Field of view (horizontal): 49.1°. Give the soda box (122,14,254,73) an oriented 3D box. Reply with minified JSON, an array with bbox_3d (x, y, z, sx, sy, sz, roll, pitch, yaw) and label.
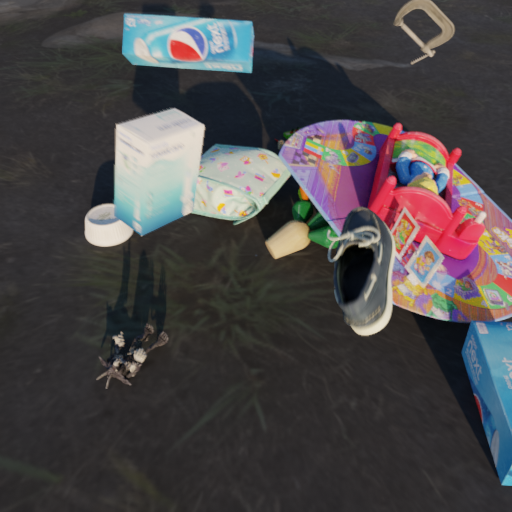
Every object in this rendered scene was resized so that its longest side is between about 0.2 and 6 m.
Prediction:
[{"bbox_3d":[-1.401,-4.462,11.800,2.649,0.850,0.898,4,5,2],"label":"soda box"}]

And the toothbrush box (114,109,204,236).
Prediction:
[{"bbox_3d":[-1.770,-1.521,10.117,0.807,1.893,1.386,34,43,24],"label":"toothbrush box"}]

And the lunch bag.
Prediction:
[{"bbox_3d":[-0.426,-1.639,12.749,2.077,1.266,1.769,14,40,24],"label":"lunch bag"}]

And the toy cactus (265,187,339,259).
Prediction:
[{"bbox_3d":[1.271,-0.627,11.782,2.255,1.397,2.732,-30,48,-5],"label":"toy cactus"}]

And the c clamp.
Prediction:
[{"bbox_3d":[3.030,-4.162,10.397,1.113,1.303,0.176,-13,54,45],"label":"c clamp"}]

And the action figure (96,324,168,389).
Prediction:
[{"bbox_3d":[-2.097,1.610,9.296,0.746,0.641,1.255,32,46,18],"label":"action figure"}]

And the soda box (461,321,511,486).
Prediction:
[{"bbox_3d":[3.846,2.140,8.468,0.789,0.834,2.458,2,40,3],"label":"soda box"}]

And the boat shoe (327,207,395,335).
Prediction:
[{"bbox_3d":[1.076,0.026,5.913,0.633,0.523,1.691,-17,42,31],"label":"boat shoe"}]

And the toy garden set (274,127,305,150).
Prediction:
[{"bbox_3d":[1.197,-3.070,15.207,1.326,0.317,1.590,-20,44,-23],"label":"toy garden set"}]

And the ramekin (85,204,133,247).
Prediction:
[{"bbox_3d":[-3.233,-0.705,12.200,1.049,0.489,1.049,0,40,0],"label":"ramekin"}]

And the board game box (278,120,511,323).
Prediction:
[{"bbox_3d":[3.401,-1.382,11.193,4.615,1.137,5.841,-12,54,-31],"label":"board game box"}]
